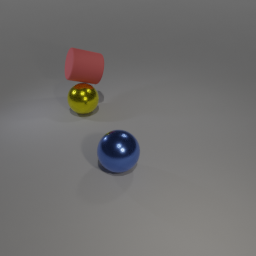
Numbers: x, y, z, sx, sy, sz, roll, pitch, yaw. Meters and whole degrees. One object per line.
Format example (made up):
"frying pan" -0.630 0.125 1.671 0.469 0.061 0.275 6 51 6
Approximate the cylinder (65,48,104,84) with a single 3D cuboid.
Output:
"cylinder" -1.952 -2.730 12.440 1.400 1.400 1.400 5 27 -27

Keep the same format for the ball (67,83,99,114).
"ball" -2.008 -1.314 12.545 1.400 1.400 1.400 0 31 0

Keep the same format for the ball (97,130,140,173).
"ball" -0.306 0.751 9.117 1.400 1.400 1.400 0 31 0
